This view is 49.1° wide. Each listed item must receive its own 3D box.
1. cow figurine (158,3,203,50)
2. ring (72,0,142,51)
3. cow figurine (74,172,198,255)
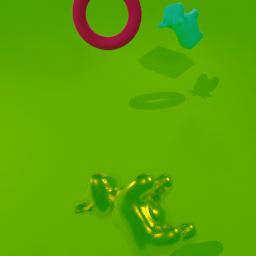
[{"bbox_3d":[1.603,-2.950,8.297,0.842,1.535,1.510,1,40,38],"label":"cow figurine"},{"bbox_3d":[-0.538,-2.917,7.241,1.801,1.801,0.360,-1,29,-1],"label":"ring"},{"bbox_3d":[0.004,1.296,4.155,0.908,1.628,1.655,12,44,-48],"label":"cow figurine"}]
